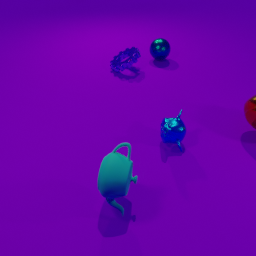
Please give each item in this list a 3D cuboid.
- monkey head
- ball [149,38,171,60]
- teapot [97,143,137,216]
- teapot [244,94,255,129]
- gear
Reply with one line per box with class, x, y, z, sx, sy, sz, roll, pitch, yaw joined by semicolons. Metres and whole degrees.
monkey head;1.087;0.046;6.648;0.624;1.035;0.745;1;-6;5
ball;1.177;-2.901;10.302;0.779;0.779;0.779;0;39;0
teapot;-0.173;0.949;5.222;0.682;1.393;0.866;10;5;8
teapot;3.494;-0.389;6.762;0.937;1.913;1.189;-48;40;-11
gear;-0.103;-2.411;9.818;1.128;0.209;1.128;-22;38;18
